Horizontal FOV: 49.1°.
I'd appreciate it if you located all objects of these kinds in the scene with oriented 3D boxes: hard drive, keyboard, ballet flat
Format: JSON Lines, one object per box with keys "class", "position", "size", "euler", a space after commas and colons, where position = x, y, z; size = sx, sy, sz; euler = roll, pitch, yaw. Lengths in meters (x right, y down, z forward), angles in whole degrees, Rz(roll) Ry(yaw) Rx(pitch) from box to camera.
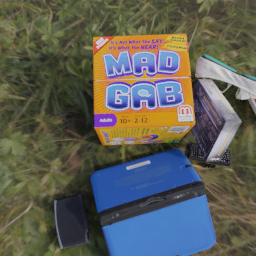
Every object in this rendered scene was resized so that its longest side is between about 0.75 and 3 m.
{"class": "hard drive", "position": [-1.590, 2.577, 7.812], "size": [0.909, 0.285, 1.348], "euler": [-11, 73, -5]}
{"class": "keyboard", "position": [2.498, 0.883, 8.547], "size": [1.237, 0.159, 0.743], "euler": [10, 70, 5]}
{"class": "ballet flat", "position": [3.306, -1.396, 8.653], "size": [2.670, 0.927, 0.927], "euler": [28, 72, 14]}

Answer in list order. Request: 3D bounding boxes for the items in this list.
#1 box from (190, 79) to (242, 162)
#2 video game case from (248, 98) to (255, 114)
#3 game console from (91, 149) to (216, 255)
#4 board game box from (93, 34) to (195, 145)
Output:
{"class": "box", "position": [2.279, -0.239, 7.876], "size": [0.458, 1.499, 1.893], "euler": [-1, 42, -14]}
{"class": "video game case", "position": [5.137, -0.923, 8.810], "size": [2.540, 0.222, 1.816], "euler": [-9, 58, -3]}
{"class": "game console", "position": [0.642, 2.240, 7.898], "size": [2.892, 1.711, 2.469], "euler": [-15, 37, -8]}
{"class": "board game box", "position": [0.331, -0.908, 7.875], "size": [2.385, 2.387, 2.386], "euler": [-2, 77, -1]}
